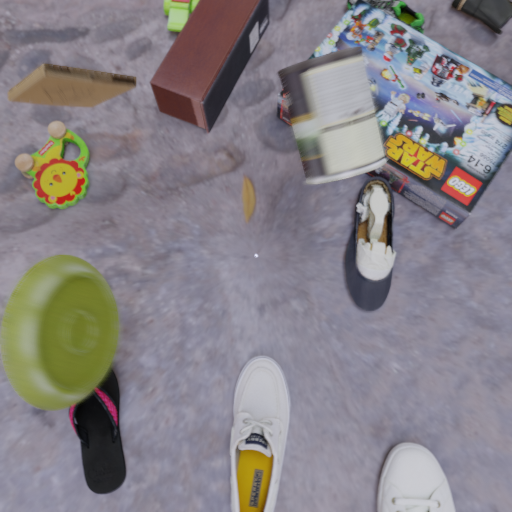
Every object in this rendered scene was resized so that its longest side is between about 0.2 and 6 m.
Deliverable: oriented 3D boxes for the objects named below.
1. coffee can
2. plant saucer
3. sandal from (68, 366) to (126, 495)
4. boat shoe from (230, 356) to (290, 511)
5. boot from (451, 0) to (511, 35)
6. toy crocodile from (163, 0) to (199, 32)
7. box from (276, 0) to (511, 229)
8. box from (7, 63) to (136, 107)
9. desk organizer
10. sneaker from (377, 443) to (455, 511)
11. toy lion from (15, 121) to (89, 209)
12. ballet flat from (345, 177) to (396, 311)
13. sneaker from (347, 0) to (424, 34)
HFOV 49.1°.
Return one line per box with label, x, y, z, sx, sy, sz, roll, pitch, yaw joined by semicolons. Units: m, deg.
coffee can;1.032;-1.870;7.553;1.134;1.134;1.549;-17;103;-5
plant saucer;-2.336;0.966;7.117;0.306;1.971;1.971;0;70;24
sandal;-2.663;2.698;9.270;0.890;0.534;2.369;-16;73;-5
boat shoe;0.021;2.948;8.966;0.970;0.955;2.737;8;72;2
boot;5.221;-5.684;11.980;1.255;0.703;1.814;40;90;7
toy crocodile;-1.460;-5.736;11.912;0.767;0.702;2.273;12;73;4
box;2.908;-2.853;10.903;4.213;0.840;2.884;34;75;10
box;-2.331;-2.103;7.054;1.153;1.411;0.150;-5;93;-39
desk organizer;-0.860;-4.109;11.209;1.150;1.071;2.986;23;74;10
sneaker;2.519;4.496;8.251;1.208;1.405;3.318;1;71;2
toy lion;-3.755;-1.664;10.770;1.374;0.492;1.434;37;75;4
ballet flat;2.098;-0.305;10.076;0.921;0.921;2.520;7;72;2
sneaker;2.731;-5.131;11.686;1.789;0.762;0.698;29;75;10
